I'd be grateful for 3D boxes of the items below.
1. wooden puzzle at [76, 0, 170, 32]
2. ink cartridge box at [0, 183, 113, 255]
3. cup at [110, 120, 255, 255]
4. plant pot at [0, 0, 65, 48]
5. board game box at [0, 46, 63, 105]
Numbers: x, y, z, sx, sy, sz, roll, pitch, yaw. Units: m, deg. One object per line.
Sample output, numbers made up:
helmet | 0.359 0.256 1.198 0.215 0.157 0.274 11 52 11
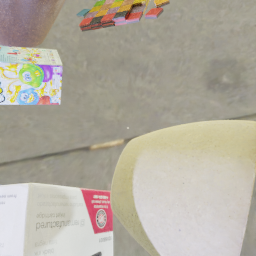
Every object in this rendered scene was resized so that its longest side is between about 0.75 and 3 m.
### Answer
wooden puzzle | -0.165 -2.197 5.093 1.943 0.136 1.152 0 48 25
ink cartridge box | -1.123 2.281 3.706 1.198 2.087 2.874 -9 72 22
cup | 0.730 0.873 3.956 1.643 2.297 2.297 13 64 20
plant pot | -2.360 -3.309 5.957 2.711 2.900 2.711 13 43 -12
board game box | -1.763 -0.815 4.339 1.350 0.695 0.708 -2 34 -22
